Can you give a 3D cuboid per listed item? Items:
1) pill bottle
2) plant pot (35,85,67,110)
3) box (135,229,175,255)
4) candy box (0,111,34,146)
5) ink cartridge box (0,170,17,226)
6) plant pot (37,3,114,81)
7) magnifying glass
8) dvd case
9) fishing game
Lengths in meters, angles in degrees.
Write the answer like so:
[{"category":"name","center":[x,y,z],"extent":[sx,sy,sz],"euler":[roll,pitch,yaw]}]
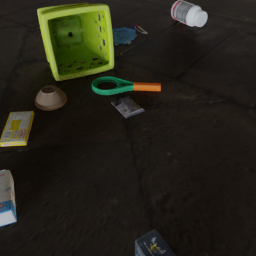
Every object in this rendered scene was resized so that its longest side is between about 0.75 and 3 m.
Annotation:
[{"category":"pill bottle","center":[3.429,-6.346,15.612],"extent":[1.100,1.100,1.987],"euler":[-23,45,-24]},{"category":"plant pot","center":[-2.789,-1.165,10.010],"extent":[1.132,0.523,1.132],"euler":[-1,41,1]},{"category":"box","center":[0.773,2.837,4.595],"extent":[0.474,1.467,1.860],"euler":[-21,44,-23]},{"category":"candy box","center":[-3.496,-0.012,8.902],"extent":[0.771,0.199,1.508],"euler":[-1,41,-5]},{"category":"ink cartridge box","center":[-3.197,1.699,6.643],"extent":[0.912,0.534,1.262],"euler":[-13,44,-15]},{"category":"plant pot","center":[-2.239,-3.741,11.540],"extent":[2.599,2.612,2.370],"euler":[-17,36,-19]},{"category":"magnifying glass","center":[-0.068,-1.597,10.737],"extent":[2.635,0.295,1.049],"euler":[1,39,4]},{"category":"dvd case","center":[-0.017,-0.759,9.869],"extent":[0.762,0.082,1.025],"euler":[-21,45,-23]},{"category":"fishing game","center":[-0.416,-4.573,14.123],"extent":[2.611,0.406,1.869],"euler":[-22,45,-13]}]
